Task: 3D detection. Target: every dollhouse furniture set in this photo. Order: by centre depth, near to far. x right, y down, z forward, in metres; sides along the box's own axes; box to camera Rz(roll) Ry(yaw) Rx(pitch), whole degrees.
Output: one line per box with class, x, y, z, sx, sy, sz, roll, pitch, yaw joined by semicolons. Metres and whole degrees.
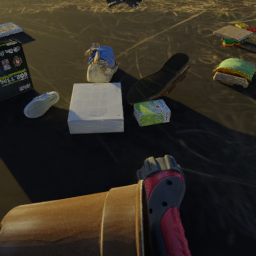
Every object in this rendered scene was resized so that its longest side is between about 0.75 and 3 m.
dollhouse furniture set;4.261;-1.937;8.743;2.932;1.132;1.465;20;43;23

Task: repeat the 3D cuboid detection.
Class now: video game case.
video game case;-5.716;-4.320;12.456;1.666;0.148;1.192;-31;48;-32

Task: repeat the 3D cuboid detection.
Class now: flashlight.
flashlight;0.800;1.648;4.538;0.910;0.907;2.679;-4;38;-9

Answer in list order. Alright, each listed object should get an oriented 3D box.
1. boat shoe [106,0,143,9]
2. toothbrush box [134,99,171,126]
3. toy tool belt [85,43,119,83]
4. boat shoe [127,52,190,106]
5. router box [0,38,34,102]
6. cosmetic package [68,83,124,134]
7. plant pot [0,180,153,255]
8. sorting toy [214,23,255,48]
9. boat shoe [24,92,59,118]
boat shoe;0.155;-2.949;6.212;1.739;0.545;0.632;17;39;35
toothbrush box;0.631;-0.412;7.484;0.828;0.357;0.603;-8;40;-12
toy tool belt;-0.858;-2.307;9.232;1.099;1.082;1.760;1;39;1
boat shoe;0.976;-1.237;8.209;2.243;0.763;0.807;-37;58;-10
router box;-3.836;-1.514;7.931;1.977;1.481;0.614;-30;44;-31
cosmetic package;-0.834;-0.591;7.610;1.369;0.469;1.816;-3;39;-1
plant pot;-0.634;1.747;3.819;1.881;1.900;1.900;-6;39;6
sorting toy;4.384;-3.819;11.632;2.394;0.405;1.154;-30;48;-31
boat shoe;-2.455;-0.640;7.778;0.420;0.463;1.259;5;28;30
